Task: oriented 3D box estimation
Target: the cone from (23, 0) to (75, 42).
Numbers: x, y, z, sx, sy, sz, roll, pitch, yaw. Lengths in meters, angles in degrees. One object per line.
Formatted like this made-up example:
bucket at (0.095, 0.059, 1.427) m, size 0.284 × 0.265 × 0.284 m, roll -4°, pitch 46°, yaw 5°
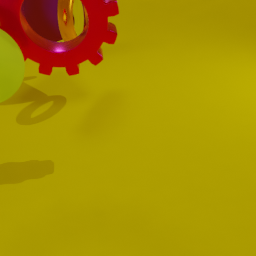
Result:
cone at (-2.231, -3.485, 7.770) m, size 1.512 × 1.512 × 1.518 m, roll -3°, pitch 58°, yaw -4°

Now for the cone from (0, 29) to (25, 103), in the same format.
cone at (-1.812, -0.796, 3.363) m, size 1.132 × 1.132 × 1.137 m, roll -15°, pitch 13°, yaw -20°

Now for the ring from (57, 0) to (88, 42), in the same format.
ring at (-1.198, -2.701, 6.809) m, size 0.338 × 1.692 × 1.692 m, roll 7°, pitch 36°, yaw 15°

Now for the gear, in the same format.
gear at (-1.127, -1.735, 4.373) m, size 1.939 × 1.939 × 0.359 m, roll -4°, pitch 44°, yaw -6°
